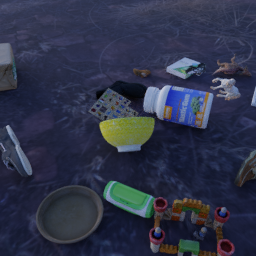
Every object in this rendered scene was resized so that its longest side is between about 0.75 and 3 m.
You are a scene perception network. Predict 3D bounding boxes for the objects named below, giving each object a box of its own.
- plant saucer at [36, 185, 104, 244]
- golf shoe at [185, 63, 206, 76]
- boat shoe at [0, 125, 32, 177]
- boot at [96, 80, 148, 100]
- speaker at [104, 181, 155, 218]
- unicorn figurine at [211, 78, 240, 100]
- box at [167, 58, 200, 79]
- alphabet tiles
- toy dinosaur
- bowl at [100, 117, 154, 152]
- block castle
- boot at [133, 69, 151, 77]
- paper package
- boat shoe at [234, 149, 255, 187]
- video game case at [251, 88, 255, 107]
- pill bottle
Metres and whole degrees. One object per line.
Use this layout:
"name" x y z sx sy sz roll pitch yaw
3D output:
"plant saucer" -1.701 2.550 8.321 1.964 0.289 1.964 0 40 0
"golf shoe" 2.834 -2.343 11.588 0.987 0.466 0.384 -21 28 -13
"boat shoe" -4.161 0.926 9.895 0.827 0.970 2.901 -31 42 -15
"boot" -0.300 -1.546 12.944 2.004 0.765 1.684 20 40 31
"speaker" 0.058 2.156 8.513 1.552 0.686 0.686 18 43 21
"unicorn figurine" 2.119 -0.876 6.034 0.924 0.341 0.635 16 -7 -38
"box" 3.159 -3.332 15.516 1.261 0.317 1.747 30 49 32
"alphabet tiles" -0.521 -0.774 11.981 1.786 0.067 1.493 32 64 10
"toy dinosaur" 5.565 -3.139 14.935 1.980 0.850 1.342 -16 48 -11
"bowl" 0.000 0.300 10.245 2.045 2.045 1.100 -4 83 -5
"block castle" 1.679 2.679 7.568 2.114 0.992 1.413 8 39 7
"boot" 0.762 -3.066 15.187 0.835 0.320 0.649 32 49 33
"paper package" -7.182 -3.088 14.319 2.672 1.450 2.803 -13 40 -15
"boat shoe" 4.212 1.372 9.482 0.656 0.672 1.776 29 48 27
"video game case" 6.830 -1.388 13.213 1.684 0.212 1.848 17 42 20
"pill bottle" 2.063 -0.944 11.652 2.647 1.483 1.483 12 41 15
